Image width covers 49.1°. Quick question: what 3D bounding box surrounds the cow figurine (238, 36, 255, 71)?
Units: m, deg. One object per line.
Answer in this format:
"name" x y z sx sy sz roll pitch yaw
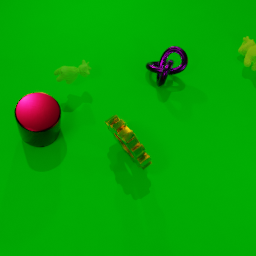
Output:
"cow figurine" 4.269 -2.570 9.325 0.689 1.255 1.235 18 77 -24

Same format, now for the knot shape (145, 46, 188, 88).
"knot shape" 1.293 -2.038 9.002 1.314 0.649 1.404 -35 39 16

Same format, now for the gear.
"gear" 0.002 0.377 7.293 0.295 1.596 1.596 -37 66 -9

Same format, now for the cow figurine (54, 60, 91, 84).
"cow figurine" -1.618 -1.686 8.382 0.912 0.927 0.509 -28 78 28

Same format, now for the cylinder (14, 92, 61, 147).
"cylinder" -2.461 -0.204 7.760 1.169 1.169 1.169 6 65 -12
